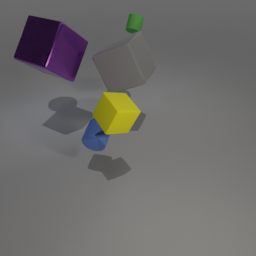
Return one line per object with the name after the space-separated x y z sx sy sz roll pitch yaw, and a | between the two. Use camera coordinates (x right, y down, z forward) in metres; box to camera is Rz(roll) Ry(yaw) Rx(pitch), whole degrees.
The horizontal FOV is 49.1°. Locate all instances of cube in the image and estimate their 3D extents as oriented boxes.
-0.280 -0.347 6.554 0.700 0.700 0.700 -3 45 -43 | cube
-2.360 -2.431 8.707 1.400 1.400 1.400 21 1 26 | cube
-0.087 -2.191 9.400 1.400 1.400 1.400 -12 28 29 | cube

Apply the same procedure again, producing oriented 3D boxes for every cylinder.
-0.878 0.184 7.976 0.700 0.700 0.700 8 50 12 | cylinder
0.304 -4.716 12.711 0.700 0.700 0.700 14 2 0 | cylinder
